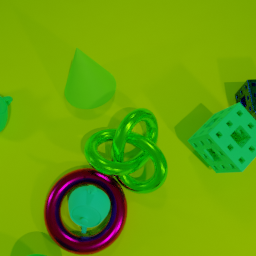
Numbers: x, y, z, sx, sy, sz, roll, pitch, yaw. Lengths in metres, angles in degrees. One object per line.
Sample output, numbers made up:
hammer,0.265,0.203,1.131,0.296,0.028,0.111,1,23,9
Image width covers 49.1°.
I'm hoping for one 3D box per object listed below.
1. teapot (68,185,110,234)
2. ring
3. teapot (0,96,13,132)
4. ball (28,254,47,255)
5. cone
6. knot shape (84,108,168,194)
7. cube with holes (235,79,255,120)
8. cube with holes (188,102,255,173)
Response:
teapot,-0.851,1.697,5.982,0.921,1.481,0.725,12,31,-1
ring,-0.953,1.845,6.333,1.894,0.379,1.894,0,72,0
teapot,-3.384,-0.415,6.495,1.184,1.904,0.932,44,115,0
ball,-1.800,3.017,5.322,1.140,1.140,1.140,0,71,0
cone,-1.055,-1.407,6.751,1.375,1.380,1.375,-3,58,5
knot shape,-0.080,0.523,6.347,1.824,0.901,1.949,1,81,-13
cube with holes,3.273,-0.649,6.941,0.834,0.834,0.834,-3,71,-1
cube with holes,2.202,0.262,6.213,1.029,1.029,1.029,-42,90,-16
